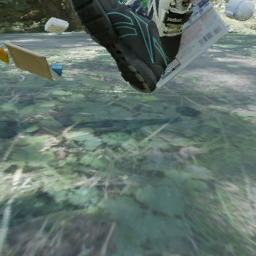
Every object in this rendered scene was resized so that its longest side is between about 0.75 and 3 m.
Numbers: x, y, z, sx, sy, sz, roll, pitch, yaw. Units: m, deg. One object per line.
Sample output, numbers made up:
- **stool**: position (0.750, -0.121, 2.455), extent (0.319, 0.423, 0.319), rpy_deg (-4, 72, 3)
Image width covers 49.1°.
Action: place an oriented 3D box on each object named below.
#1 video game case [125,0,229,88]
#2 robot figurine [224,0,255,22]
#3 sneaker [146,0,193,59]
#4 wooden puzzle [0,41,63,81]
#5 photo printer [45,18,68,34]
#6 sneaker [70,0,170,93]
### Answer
- **video game case**: position (1.267, -3.108, 8.502), extent (2.843, 2.590, 0.327), rpy_deg (-39, 10, -2)
- **robot figurine**: position (3.755, -3.976, 9.439), extent (0.988, 0.658, 1.166), rpy_deg (-25, 35, -8)
- **sneaker**: position (1.135, -3.137, 7.348), extent (1.075, 2.901, 1.284), rpy_deg (-18, 32, -17)
- **wooden puzzle**: position (-2.882, -1.976, 8.233), extent (2.202, 0.258, 1.486), rpy_deg (23, -19, -1)
- **photo printer**: position (-2.665, -3.748, 10.358), extent (0.674, 0.281, 0.810), rpy_deg (4, -5, -33)
- **sneaker**: position (-0.087, -1.679, 4.821), extent (0.909, 2.293, 0.865), rpy_deg (-48, 30, -14)
